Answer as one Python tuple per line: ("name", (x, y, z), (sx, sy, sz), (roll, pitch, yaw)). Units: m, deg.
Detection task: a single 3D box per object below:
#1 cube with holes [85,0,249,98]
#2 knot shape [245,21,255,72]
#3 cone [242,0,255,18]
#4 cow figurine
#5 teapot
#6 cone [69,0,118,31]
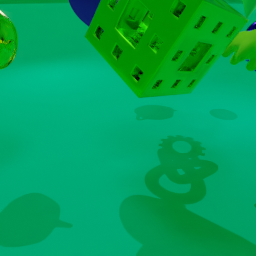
("cube with holes", (0.509, -1.410, 3.980), (1.350, 1.350, 1.350), (-11, 55, -47))
("knot shape", (3.469, -1.857, 6.503), (1.464, 1.565, 0.723), (-6, 58, 34))
("cone", (3.163, -3.353, 7.078), (1.126, 1.130, 1.126), (7, 24, -3))
("cow figurine", (2.215, -1.502, 4.702), (0.586, 1.050, 1.067), (31, 12, -25))
("teapot", (-2.381, -1.561, 4.779), (0.962, 1.965, 1.222), (15, 9, 11))
("cone", (-0.208, -2.458, 4.889), (1.227, 1.227, 1.231), (17, 75, 30))
